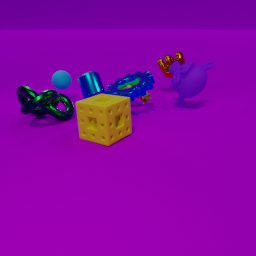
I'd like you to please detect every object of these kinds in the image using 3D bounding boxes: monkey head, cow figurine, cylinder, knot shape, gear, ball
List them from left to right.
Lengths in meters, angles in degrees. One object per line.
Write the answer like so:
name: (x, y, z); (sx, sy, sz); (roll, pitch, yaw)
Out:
knot shape: (-2.492, -0.750, 8.703); (1.742, 0.860, 1.862); (9, 2, -34)
ball: (-2.610, -1.876, 11.024); (0.748, 0.748, 0.748); (0, 21, 0)
cylinder: (-1.360, -1.546, 10.546); (0.856, 0.856, 0.856); (-20, -10, -4)
gear: (0.062, -1.388, 9.411); (1.662, 0.307, 1.662); (-17, 30, 10)
cow figurine: (0.366, -1.196, 10.019); (0.881, 0.491, 0.895); (39, 24, 10)
cow figurine: (2.165, -2.380, 11.982); (1.719, 1.692, 0.944); (-28, 7, -41)
monkey head: (2.076, -1.750, 9.830); (1.154, 1.916, 1.378); (26, 22, -27)

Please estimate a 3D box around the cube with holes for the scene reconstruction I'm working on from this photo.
cube with holes: (-0.616, -0.260, 7.397); (1.003, 1.003, 1.003); (12, 25, 34)
